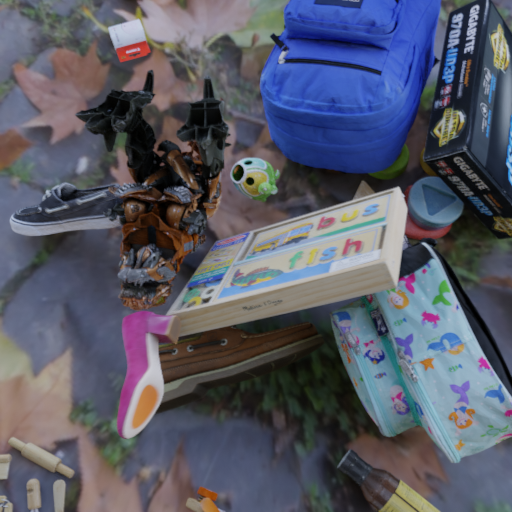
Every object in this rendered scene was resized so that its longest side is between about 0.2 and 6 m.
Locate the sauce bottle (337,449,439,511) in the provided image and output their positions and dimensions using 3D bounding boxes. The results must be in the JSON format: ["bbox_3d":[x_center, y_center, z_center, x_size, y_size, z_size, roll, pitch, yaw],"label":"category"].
[{"bbox_3d":[2.227,3.927,9.091,1.965,0.636,0.636,38,71,16],"label":"sauce bottle"}]

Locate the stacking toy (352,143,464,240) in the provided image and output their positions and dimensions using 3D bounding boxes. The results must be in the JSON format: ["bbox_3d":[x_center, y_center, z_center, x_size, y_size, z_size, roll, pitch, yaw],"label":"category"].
[{"bbox_3d":[3.199,-1.736,11.394,2.280,1.064,2.519,15,66,6],"label":"stacking toy"}]

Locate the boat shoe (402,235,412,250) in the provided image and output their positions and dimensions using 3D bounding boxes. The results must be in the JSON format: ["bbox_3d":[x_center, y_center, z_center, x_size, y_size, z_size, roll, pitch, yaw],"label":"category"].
[{"bbox_3d":[2.412,0.240,10.810,1.530,0.571,0.710,-30,85,-2],"label":"boat shoe"}]

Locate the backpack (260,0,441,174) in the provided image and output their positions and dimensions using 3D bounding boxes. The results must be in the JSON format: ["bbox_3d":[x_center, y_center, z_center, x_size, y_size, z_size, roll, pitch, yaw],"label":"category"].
[{"bbox_3d":[1.688,-3.863,11.132,3.198,3.303,3.936,12,67,23],"label":"backpack"}]

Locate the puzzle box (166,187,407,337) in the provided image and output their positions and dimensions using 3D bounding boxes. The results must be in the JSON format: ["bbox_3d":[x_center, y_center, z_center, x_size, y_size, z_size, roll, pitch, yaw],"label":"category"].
[{"bbox_3d":[0.559,0.071,9.258,3.755,0.477,2.498,-16,24,26],"label":"puzzle box"}]

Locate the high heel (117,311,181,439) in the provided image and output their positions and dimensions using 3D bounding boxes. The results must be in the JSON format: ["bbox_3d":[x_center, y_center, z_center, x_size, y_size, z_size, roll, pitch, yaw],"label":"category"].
[{"bbox_3d":[-1.880,1.709,8.388,0.981,0.689,2.045,-2,54,22],"label":"high heel"}]

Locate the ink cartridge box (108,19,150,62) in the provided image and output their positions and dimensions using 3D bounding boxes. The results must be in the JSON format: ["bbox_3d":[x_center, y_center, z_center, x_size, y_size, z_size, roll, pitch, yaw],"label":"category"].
[{"bbox_3d":[-3.028,-5.158,13.396,0.787,0.276,0.968,-19,63,-9],"label":"ink cartridge box"}]

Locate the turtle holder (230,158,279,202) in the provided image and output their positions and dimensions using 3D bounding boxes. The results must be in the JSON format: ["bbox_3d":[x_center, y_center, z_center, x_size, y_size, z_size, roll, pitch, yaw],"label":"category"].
[{"bbox_3d":[-0.049,-1.469,11.146,0.772,0.826,1.088,12,49,-42],"label":"turtle holder"}]

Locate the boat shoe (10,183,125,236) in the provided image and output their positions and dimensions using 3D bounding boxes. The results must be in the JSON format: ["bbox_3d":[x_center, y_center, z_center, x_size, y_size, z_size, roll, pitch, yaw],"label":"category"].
[{"bbox_3d":[-3.637,-0.960,10.665,2.560,0.868,0.918,-2,28,20],"label":"boat shoe"}]

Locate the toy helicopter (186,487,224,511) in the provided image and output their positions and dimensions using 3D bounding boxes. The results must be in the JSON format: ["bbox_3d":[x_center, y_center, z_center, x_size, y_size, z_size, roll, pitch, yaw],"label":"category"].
[{"bbox_3d":[-0.452,4.150,8.818,1.404,0.928,0.554,21,67,9],"label":"toy helicopter"}]

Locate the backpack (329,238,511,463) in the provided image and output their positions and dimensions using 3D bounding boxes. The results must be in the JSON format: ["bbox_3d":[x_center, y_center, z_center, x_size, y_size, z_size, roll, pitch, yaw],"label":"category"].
[{"bbox_3d":[2.672,1.670,8.934,2.372,2.797,3.151,-32,72,4],"label":"backpack"}]

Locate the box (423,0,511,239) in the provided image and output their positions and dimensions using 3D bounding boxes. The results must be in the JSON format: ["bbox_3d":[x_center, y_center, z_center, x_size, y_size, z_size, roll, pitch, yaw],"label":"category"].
[{"bbox_3d":[4.603,-2.627,10.933,2.957,0.856,3.721,34,61,-34],"label":"box"}]

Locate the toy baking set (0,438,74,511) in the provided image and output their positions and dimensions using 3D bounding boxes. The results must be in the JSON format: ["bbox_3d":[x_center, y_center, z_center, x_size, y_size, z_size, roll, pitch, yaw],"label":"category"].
[{"bbox_3d":[-3.784,4.017,9.291,2.026,0.236,1.555,20,70,9],"label":"toy baking set"}]

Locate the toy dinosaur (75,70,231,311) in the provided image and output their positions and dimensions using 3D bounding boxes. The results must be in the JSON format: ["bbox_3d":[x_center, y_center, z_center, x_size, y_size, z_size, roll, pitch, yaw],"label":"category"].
[{"bbox_3d":[-1.586,-1.413,10.239,2.438,3.240,4.773,-8,49,-1],"label":"toy dinosaur"}]

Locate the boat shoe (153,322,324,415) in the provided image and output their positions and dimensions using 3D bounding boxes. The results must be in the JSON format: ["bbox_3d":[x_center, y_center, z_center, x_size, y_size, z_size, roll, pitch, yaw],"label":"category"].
[{"bbox_3d":[-0.564,1.644,9.775,3.444,1.239,1.171,-17,68,-8],"label":"boat shoe"}]
